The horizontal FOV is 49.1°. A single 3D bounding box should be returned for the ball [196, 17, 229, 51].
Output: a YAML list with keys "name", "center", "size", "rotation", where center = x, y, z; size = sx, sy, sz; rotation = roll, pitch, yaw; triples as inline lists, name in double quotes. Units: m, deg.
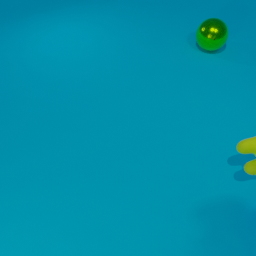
- name: "ball"
  center: [2.719, -3.027, 9.066]
  size: [1.027, 1.027, 1.027]
  rotation: [0, 51, 0]

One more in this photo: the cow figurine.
- name: "cow figurine"
  center: [2.879, 0.221, 4.599]
  size: [1.614, 1.640, 0.900]
  rotation: [-8, 72, -18]
